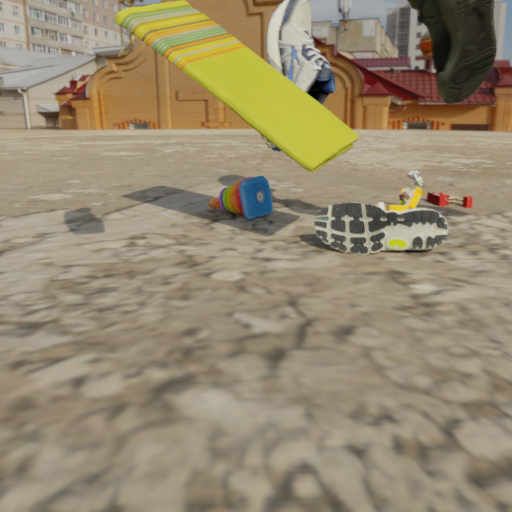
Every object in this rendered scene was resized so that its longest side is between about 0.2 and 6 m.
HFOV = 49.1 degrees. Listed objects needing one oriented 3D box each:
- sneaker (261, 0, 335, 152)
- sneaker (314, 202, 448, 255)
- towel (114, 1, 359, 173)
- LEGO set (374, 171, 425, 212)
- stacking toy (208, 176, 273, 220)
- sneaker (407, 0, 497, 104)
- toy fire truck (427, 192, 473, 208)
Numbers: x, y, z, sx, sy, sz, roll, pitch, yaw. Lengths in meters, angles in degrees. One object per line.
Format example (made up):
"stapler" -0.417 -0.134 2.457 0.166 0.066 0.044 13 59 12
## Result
"sneaker" 0.965 -3.514 10.718 1.291 3.030 1.168 1 -4 36
"sneaker" 1.952 -0.372 8.951 2.091 0.811 0.833 6 -2 1
"towel" -0.272 -2.622 8.444 3.796 0.343 1.633 40 43 11
"LEGO set" 2.921 -1.107 11.664 1.488 0.684 0.554 -39 15 -22
"stacking toy" -0.453 -1.180 11.751 1.515 0.831 0.879 -2 13 44
"sneaker" 2.455 -2.936 7.122 0.757 1.981 1.135 -25 51 4
"toy fire truck" 4.410 -1.288 12.794 0.712 0.246 1.010 -1 15 -5
